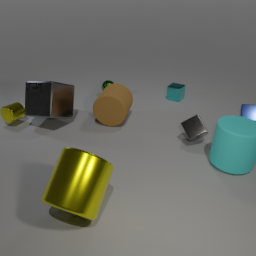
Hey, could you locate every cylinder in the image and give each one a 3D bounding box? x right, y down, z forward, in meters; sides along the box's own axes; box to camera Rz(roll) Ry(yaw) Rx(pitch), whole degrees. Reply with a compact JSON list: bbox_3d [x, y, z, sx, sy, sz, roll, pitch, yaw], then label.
[{"bbox_3d":[3.427,0.515,8.939,1.400,1.400,1.400,3,29,-2],"label":"cylinder"},{"bbox_3d":[-0.607,-0.992,11.798,1.400,1.400,1.400,6,30,11],"label":"cylinder"},{"bbox_3d":[-1.225,1.383,6.940,1.400,1.400,1.400,12,69,21],"label":"cylinder"},{"bbox_3d":[-4.762,-0.644,11.585,0.700,0.700,0.700,14,27,24],"label":"cylinder"}]

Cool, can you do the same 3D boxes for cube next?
[{"bbox_3d":[-3.183,-1.129,11.430,1.400,1.400,1.400,5,3,27],"label":"cube"},{"bbox_3d":[2.438,0.015,10.228,0.700,0.700,0.700,-29,-18,13],"label":"cube"},{"bbox_3d":[2.404,-1.800,14.049,0.700,0.700,0.700,17,33,28],"label":"cube"},{"bbox_3d":[4.915,-0.500,11.335,0.700,0.700,0.700,5,74,17],"label":"cube"}]

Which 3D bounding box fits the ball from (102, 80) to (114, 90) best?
[{"bbox_3d":[-0.993,-2.085,14.289,0.700,0.700,0.700,0,29,0],"label":"ball"}]
